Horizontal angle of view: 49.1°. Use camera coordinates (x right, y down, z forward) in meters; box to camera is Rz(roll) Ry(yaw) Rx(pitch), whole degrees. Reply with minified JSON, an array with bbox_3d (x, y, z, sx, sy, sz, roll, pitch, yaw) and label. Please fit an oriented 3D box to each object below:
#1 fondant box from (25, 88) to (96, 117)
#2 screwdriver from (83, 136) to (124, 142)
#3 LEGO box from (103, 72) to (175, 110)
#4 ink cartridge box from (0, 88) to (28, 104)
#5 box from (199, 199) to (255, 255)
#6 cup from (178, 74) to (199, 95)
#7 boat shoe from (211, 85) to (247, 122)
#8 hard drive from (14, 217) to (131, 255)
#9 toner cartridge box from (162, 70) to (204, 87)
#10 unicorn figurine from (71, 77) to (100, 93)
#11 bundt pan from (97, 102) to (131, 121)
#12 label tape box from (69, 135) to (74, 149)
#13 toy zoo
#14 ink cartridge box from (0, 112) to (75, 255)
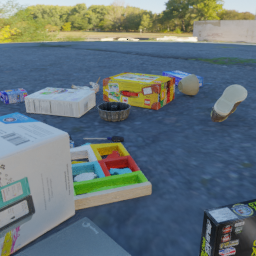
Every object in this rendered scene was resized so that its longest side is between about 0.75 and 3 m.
[{"bbox_3d":[-2.832,-1.144,11.992,2.442,0.711,1.762,7,23,14],"label":"fondant box"},{"bbox_3d":[-0.777,0.338,8.958,1.305,0.182,0.190,1,-8,-5],"label":"screwdriver"},{"bbox_3d":[0.559,-1.833,13.194,2.802,1.081,2.086,12,25,28],"label":"LEGO box"},{"bbox_3d":[-5.468,-1.491,13.198,1.267,0.484,0.865,-17,27,-32],"label":"ink cartridge box"},{"bbox_3d":[1.835,1.682,4.212,1.535,1.230,0.340,-6,22,-16],"label":"box"},{"bbox_3d":[2.938,-2.109,13.940,0.750,1.049,1.049,-11,24,-16],"label":"cup"},{"bbox_3d":[3.756,-0.936,10.469,0.773,0.640,2.151,37,51,17],"label":"boat shoe"},{"bbox_3d":[-1.037,2.175,4.208,1.895,0.312,1.323,-19,28,-39],"label":"hard drive"},{"bbox_3d":[3.206,-2.937,16.688,1.214,0.552,2.556,-10,24,-23],"label":"toner cartridge box"},{"bbox_3d":[-2.122,-1.882,14.002,1.408,0.757,2.050,6,35,-11],"label":"unicorn figurine"},{"bbox_3d":[-0.546,-0.619,10.969,1.325,0.497,1.325,0,21,0],"label":"bundt pan"},{"bbox_3d":[-2.077,0.431,8.591,0.694,0.305,0.963,-8,23,-19],"label":"label tape box"},{"bbox_3d":[-0.763,0.990,7.204,1.824,0.285,2.781,-7,23,-17],"label":"toy zoo"},{"bbox_3d":[-2.545,1.042,4.964,1.846,1.837,2.516,18,28,38],"label":"ink cartridge box"}]
